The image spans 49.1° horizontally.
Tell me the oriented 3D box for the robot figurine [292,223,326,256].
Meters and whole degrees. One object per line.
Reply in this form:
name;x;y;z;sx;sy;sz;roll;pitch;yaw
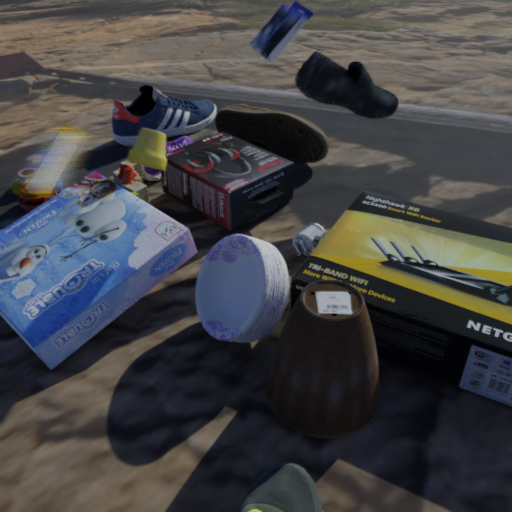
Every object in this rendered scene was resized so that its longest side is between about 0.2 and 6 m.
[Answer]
robot figurine;1.054;-0.336;11.030;0.725;0.482;0.854;-15;20;43

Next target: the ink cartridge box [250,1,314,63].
ink cartridge box;0.465;-4.197;10.349;1.171;0.230;0.582;-48;59;7

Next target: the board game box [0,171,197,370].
board game box;-3.177;0.014;9.823;3.062;0.667;3.077;31;60;35

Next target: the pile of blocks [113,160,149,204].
pile of blocks;-2.895;-1.350;12.069;1.210;0.916;2.947;-11;37;-15

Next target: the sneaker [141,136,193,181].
sneaker;-2.152;-2.539;13.793;0.798;0.826;1.979;17;39;22

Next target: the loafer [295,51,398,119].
loafer;2.042;-3.541;11.669;2.610;0.916;0.886;7;44;-31

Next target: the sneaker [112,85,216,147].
sneaker;-2.481;-4.099;15.481;3.243;1.370;1.216;-27;44;-33

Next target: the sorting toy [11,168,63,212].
sorting toy;-4.980;-1.674;12.682;1.049;0.716;1.745;-19;40;-24

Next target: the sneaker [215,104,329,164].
sneaker;0.576;-3.421;14.690;3.453;1.216;1.304;24;40;28

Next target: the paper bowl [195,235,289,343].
paper bowl;-0.146;0.553;8.941;0.873;1.679;1.679;17;20;-42

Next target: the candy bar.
candy bar;-3.620;-1.720;10.124;0.459;0.204;1.841;22;50;-12

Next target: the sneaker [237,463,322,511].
sneaker;0.017;3.222;5.425;1.140;1.295;3.060;12;37;15

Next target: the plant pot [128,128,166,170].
plant pot;-2.095;-2.118;11.067;0.743;0.699;0.743;15;4;-1

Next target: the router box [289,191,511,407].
router box;3.067;0.501;9.344;4.108;1.073;3.230;18;39;23

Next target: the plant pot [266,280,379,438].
plant pot;0.981;1.272;7.716;1.657;1.773;1.657;0;36;0

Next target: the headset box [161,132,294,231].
headset box;-0.564;-1.693;12.467;1.959;0.989;2.636;-29;45;-34
